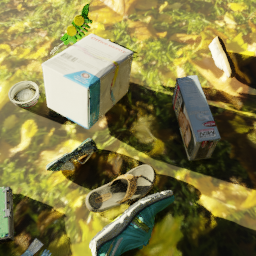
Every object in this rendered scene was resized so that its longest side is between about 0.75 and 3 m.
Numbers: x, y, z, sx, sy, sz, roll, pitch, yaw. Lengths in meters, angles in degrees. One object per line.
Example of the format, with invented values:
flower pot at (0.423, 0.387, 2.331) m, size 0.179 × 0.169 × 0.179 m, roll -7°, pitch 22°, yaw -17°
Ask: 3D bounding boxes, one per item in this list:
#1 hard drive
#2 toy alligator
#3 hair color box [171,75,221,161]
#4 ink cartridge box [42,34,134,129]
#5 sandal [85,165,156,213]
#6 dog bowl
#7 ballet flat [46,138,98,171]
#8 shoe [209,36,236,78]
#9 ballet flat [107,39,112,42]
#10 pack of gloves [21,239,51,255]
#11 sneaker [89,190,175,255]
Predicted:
hard drive at (-4.713, 2.820, 8.401) m, size 2.411 × 0.456 × 1.685 m, roll -13°, pitch 58°, yaw -8°
toy alligator at (-2.168, -3.824, 11.450) m, size 0.711 × 2.620 × 0.777 m, roll 38°, pitch 21°, yaw -14°
hair color box at (2.311, -0.385, 9.957) m, size 0.829 × 1.353 × 2.733 m, roll -7°, pitch 57°, yaw -5°
ink cartridge box at (-1.379, -1.773, 10.241) m, size 1.973 × 1.964 × 2.689 m, roll 28°, pitch 50°, yaw 17°
sandal at (-0.203, 1.872, 8.890) m, size 2.460 × 0.671 × 1.005 m, roll -19°, pitch 59°, yaw -12°
dog bowl at (-4.074, -1.292, 11.111) m, size 1.174 × 0.433 × 1.174 m, roll 0°, pitch 56°, yaw 0°
ballet flat at (-1.831, 1.046, 9.487) m, size 1.870 × 0.694 × 0.694 m, roll -34°, pitch 63°, yaw -17°
shoe at (4.083, -2.994, 12.184) m, size 0.789 × 0.602 × 2.256 m, roll 23°, pitch 48°, yaw -40°
ballet flat at (-0.898, -3.843, 12.846) m, size 0.348 × 0.348 × 0.953 m, roll 0°, pitch 57°, yaw 0°
pack of gloves at (-2.703, 3.734, 7.973) m, size 0.759 × 0.178 × 0.903 m, roll 32°, pitch 62°, yaw 18°
sneaker at (0.270, 2.881, 8.182) m, size 2.890 × 1.120 × 1.151 m, roll -36°, pitch 80°, yaw -14°
